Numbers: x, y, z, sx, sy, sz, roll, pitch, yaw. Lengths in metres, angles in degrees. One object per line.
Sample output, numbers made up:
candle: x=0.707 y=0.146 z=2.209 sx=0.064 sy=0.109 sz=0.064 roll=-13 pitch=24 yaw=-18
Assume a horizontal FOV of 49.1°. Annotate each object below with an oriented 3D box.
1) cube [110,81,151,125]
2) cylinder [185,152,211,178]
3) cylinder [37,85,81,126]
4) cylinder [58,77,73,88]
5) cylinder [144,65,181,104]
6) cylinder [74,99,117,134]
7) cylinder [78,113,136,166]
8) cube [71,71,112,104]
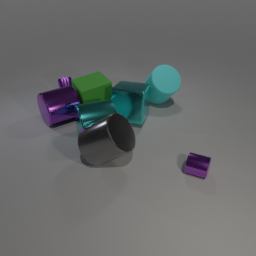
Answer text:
cube: x=0.118 y=-1.106 z=11.878 sx=1.400 sy=1.400 sz=1.400 roll=8 pitch=25 yaw=13
cylinder: x=2.280 y=1.206 z=9.111 sx=0.700 sy=0.700 sz=0.700 roll=14 pitch=35 yaw=21
cylinder: x=-2.901 y=-0.951 z=11.805 sx=1.400 sy=1.400 sz=1.400 roll=-21 pitch=38 yaw=-28
cylinder: x=-3.104 y=-2.123 z=14.017 sx=0.700 sy=0.700 sz=0.700 roll=-13 pitch=-3 yaw=-1
cylinder: x=1.533 y=-1.984 z=12.940 sx=1.400 sy=1.400 sz=1.400 roll=4 pitch=75 yaw=-14
cylinder: x=-1.238 y=-0.319 z=10.821 sx=1.400 sy=1.400 sz=1.400 roll=-11 pitch=34 yaw=-18
cylinder: x=-0.700 y=0.384 z=9.282 sx=1.400 sy=1.400 sz=1.400 roll=-25 pitch=19 yaw=32
cube: x=-1.529 y=-1.500 z=12.499 sx=1.400 sy=1.400 sz=1.400 roll=-21 pitch=38 yaw=-18
